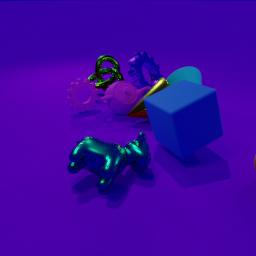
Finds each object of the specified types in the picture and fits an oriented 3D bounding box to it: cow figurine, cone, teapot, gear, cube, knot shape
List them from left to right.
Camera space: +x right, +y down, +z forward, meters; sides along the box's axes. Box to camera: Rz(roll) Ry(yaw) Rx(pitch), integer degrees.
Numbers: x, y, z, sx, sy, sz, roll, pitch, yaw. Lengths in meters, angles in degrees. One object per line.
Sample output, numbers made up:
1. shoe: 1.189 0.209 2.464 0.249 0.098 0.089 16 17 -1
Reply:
1. gear: -1.497 -1.108 9.374 1.074 1.074 0.199 -15 17 -27
2. knot shape: -0.941 -1.902 10.702 1.496 1.598 0.738 -20 -13 4
3. cow figurine: -0.335 0.575 6.155 1.630 0.895 1.604 26 43 8
4. teapot: -0.109 -1.068 9.238 1.832 0.897 1.139 -16 76 -26
5. gear: 0.697 -1.944 10.364 0.327 1.770 1.770 -19 12 39
6. cone: 0.609 -0.619 8.562 1.458 1.453 1.453 -22 30 -4
7. cube: 1.351 -0.266 6.864 1.267 1.267 1.267 -27 29 -15
8. cone: 2.061 -0.988 9.095 1.423 1.423 1.429 -9 48 -17

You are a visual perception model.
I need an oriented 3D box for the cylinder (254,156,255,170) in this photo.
1. cylinder: 3.319 0.814 5.592 1.080 1.080 1.080 -7 29 -13
